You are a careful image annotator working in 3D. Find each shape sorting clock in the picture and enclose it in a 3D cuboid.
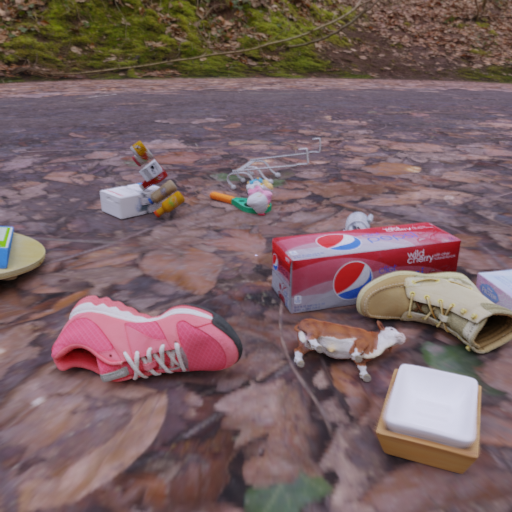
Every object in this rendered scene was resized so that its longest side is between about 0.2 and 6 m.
[{"bbox_3d":[-5.597,-0.043,9.713,3.625,0.711,3.625,6,10,-1],"label":"shape sorting clock"}]

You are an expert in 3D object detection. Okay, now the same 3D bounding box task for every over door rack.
[{"bbox_3d":[0.576,-2.406,15.313,2.380,0.793,1.758,-14,16,23],"label":"over door rack"}]

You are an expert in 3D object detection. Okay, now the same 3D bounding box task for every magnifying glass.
[{"bbox_3d":[-0.409,-1.324,13.744,1.796,0.201,0.715,16,28,35],"label":"magnifying glass"}]

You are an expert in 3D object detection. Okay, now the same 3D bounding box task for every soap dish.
[{"bbox_3d":[1.858,1.709,5.972,0.961,0.496,1.221,9,24,20],"label":"soap dish"}]

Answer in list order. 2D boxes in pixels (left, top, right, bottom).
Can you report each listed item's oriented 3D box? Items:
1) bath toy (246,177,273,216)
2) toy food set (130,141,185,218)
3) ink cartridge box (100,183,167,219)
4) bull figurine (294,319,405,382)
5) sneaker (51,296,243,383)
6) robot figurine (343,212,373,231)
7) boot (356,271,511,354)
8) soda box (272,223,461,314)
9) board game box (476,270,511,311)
[{"bbox_3d":[0.110,-1.417,13.395,0.647,0.550,1.488,-20,24,10],"label":"bath toy"},{"bbox_3d":[-2.405,-1.728,12.632,0.745,1.655,0.790,-37,23,0],"label":"toy food set"},{"bbox_3d":[-2.902,-1.329,13.272,1.272,0.546,0.932,-20,29,-39],"label":"ink cartridge box"},{"bbox_3d":[1.185,1.169,7.309,1.463,0.476,0.888,6,23,14],"label":"bull figurine"},{"bbox_3d":[-1.403,1.227,6.971,2.498,0.921,1.084,3,35,19],"label":"sneaker"},{"bbox_3d":[2.104,-0.612,11.600,0.741,0.494,0.874,-29,14,20],"label":"robot figurine"},{"bbox_3d":[2.559,0.808,7.943,1.933,0.704,1.503,-2,22,-15],"label":"boot"},{"bbox_3d":[1.784,0.141,9.199,2.949,0.935,1.032,-7,23,-15],"label":"soda box"},{"bbox_3d":[4.759,0.732,8.404,2.015,0.439,2.025,-4,23,-10],"label":"board game box"}]
